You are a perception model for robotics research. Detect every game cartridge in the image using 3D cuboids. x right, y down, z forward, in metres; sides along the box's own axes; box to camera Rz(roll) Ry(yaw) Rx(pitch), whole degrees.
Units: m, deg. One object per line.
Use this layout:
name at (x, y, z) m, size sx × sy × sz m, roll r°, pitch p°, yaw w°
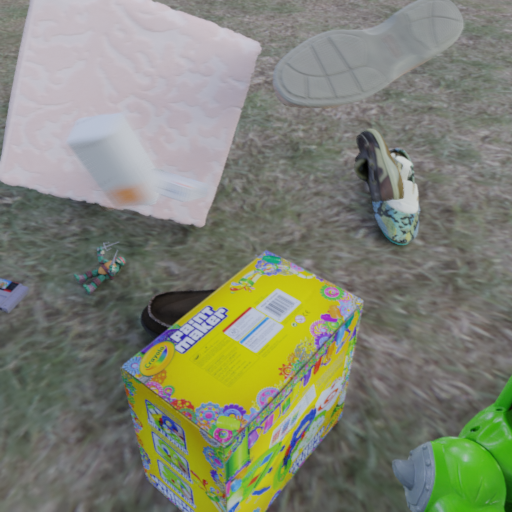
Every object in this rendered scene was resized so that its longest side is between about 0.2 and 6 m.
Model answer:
game cartridge at (-4.770, 0.685, 10.313) m, size 0.973 × 0.187 × 0.631 m, roll 13°, pitch 46°, yaw 15°

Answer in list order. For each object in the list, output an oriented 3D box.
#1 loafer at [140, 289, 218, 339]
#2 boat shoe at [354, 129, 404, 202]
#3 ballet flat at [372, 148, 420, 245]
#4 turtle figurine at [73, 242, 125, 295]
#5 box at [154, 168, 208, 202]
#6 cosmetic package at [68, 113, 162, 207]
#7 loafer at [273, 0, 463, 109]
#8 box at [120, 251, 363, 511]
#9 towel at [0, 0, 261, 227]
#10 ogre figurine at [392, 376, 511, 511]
loafer at (-0.470, 0.857, 9.398) m, size 2.963 × 1.057 × 1.082 m, roll 1°, pitch 40°, yaw 1°
boat shoe at (1.812, -1.455, 8.810) m, size 0.560 × 0.632 × 1.727 m, roll -13°, pitch 38°, yaw 1°
ballet flat at (3.073, -1.437, 12.164) m, size 1.046 × 1.046 × 2.818 m, roll 2°, pitch 41°, yaw 2°
turtle figurine at (-2.845, 0.230, 10.567) m, size 1.078 × 0.543 × 0.807 m, roll -40°, pitch 39°, yaw -19°
box at (-1.563, -1.236, 9.371) m, size 1.245 × 0.256 × 0.971 m, roll 18°, pitch 16°, yaw 13°
cosmetic package at (-1.790, -1.205, 7.267) m, size 0.635 × 1.252 × 0.446 m, roll -2°, pitch 54°, yaw 20°
loafer at (1.850, -3.252, 9.540) m, size 3.471 × 1.091 × 1.248 m, roll -25°, pitch 87°, yaw -10°
box at (-0.084, 1.793, 7.166) m, size 1.572 × 2.483 × 2.578 m, roll 28°, pitch 47°, yaw 29°
towel at (-2.395, -2.826, 10.719) m, size 4.161 × 3.975 × 0.671 m, roll 13°, pitch 14°, yaw -21°
ogre figurine at (3.605, 2.777, 6.210) m, size 4.743 × 2.327 × 2.844 m, roll -28°, pitch 59°, yaw -13°
